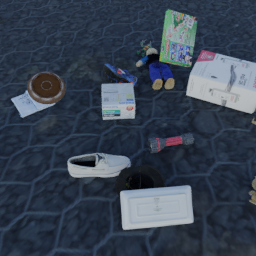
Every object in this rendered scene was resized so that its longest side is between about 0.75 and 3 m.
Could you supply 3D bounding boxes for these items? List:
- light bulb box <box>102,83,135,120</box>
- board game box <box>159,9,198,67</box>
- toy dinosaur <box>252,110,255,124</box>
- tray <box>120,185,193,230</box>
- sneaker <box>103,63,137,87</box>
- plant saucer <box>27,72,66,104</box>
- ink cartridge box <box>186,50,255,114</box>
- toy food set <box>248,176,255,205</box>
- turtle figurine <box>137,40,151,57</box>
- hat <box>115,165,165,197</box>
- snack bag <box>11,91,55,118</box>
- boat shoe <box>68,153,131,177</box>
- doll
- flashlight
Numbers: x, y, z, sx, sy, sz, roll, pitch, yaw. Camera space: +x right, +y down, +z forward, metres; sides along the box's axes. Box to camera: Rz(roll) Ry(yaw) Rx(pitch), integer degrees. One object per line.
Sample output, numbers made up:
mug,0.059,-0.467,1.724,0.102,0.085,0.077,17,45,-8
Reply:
light bulb box,-0.416,-1.119,11.690,1.357,0.854,1.369,-2,48,-3
board game box,1.960,-3.432,10.823,1.294,1.924,0.280,7,1,-19
toy dinosaur,5.626,-0.327,11.100,1.193,0.687,2.360,21,51,17
tray,0.886,2.404,8.415,2.179,0.242,1.170,-4,88,-4
sneaker,-0.381,-2.449,13.115,1.939,0.730,0.761,37,50,18
plant saucer,-2.884,-1.475,9.944,1.339,0.215,1.339,5,68,-13
ink cartridge box,4.335,-2.095,12.335,2.942,1.218,2.156,19,50,16
toy food set,4.361,2.160,9.170,0.758,0.188,1.192,26,45,21
turtle figurine,0.933,-4.224,14.795,0.744,0.501,0.994,22,65,35
hat,0.385,1.946,9.046,1.596,0.644,1.596,-2,44,2
snack bag,-4.179,-1.203,12.242,1.559,0.167,1.470,-27,53,-22
boat shoe,-0.992,1.194,9.668,2.170,0.713,0.781,-2,48,-1
doll,1.346,-3.016,13.539,1.944,0.690,2.849,-3,48,-7
flashlight,1.601,0.523,10.390,1.681,0.571,0.569,-9,56,-8
